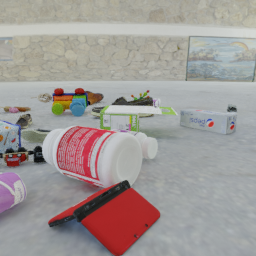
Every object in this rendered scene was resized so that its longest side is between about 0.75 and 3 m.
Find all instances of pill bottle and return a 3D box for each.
[{"bbox_3d":[0.087,0.423,6.978,1.227,0.689,0.689,9,15,33],"label":"pill bottle"},{"bbox_3d":[-0.772,0.524,5.573,1.917,1.076,1.076,8,15,35],"label":"pill bottle"}]

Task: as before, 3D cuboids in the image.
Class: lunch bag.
[{"bbox_3d":[-3.718,0.268,7.298,1.431,0.886,1.217,16,19,29],"label":"lunch bag"}]

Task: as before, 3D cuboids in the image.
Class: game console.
[{"bbox_3d":[-0.324,1.331,4.128,1.066,0.734,1.237,-29,-7,33],"label":"game console"}]

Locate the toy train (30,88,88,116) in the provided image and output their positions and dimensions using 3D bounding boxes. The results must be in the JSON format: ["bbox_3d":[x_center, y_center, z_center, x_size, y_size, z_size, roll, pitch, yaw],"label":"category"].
[{"bbox_3d":[-3.409,-1.129,13.515,2.866,1.213,1.658,-1,26,-5],"label":"toy train"}]

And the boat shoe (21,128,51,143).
[{"bbox_3d":[-2.728,0.224,8.601,1.082,0.404,0.337,3,16,-17],"label":"boat shoe"}]

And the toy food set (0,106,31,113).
[{"bbox_3d":[-5.762,-0.941,14.474,1.065,0.264,1.675,11,9,42],"label":"toy food set"}]

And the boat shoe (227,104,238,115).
[{"bbox_3d":[5.122,-0.927,13.778,0.510,0.472,1.381,4,13,18],"label":"boat shoe"}]

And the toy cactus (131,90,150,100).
[{"bbox_3d":[0.474,-1.380,14.837,1.522,0.778,1.256,-29,20,45],"label":"toy cactus"}]

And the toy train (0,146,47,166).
[{"bbox_3d":[-2.639,0.692,6.509,1.880,0.321,0.430,-4,53,-19],"label":"toy train"}]

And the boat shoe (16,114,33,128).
[{"bbox_3d":[-4.054,-0.289,10.793,0.486,0.478,1.303,-1,12,-5],"label":"boat shoe"}]

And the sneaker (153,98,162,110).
[{"bbox_3d":[1.189,-1.183,14.896,1.018,0.647,1.785,-9,7,-6],"label":"sneaker"}]

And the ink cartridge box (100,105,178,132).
[{"bbox_3d":[0.352,-0.206,9.413,2.410,0.913,1.781,2,12,2],"label":"ink cartridge box"}]

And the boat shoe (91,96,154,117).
[{"bbox_3d":[-0.236,-0.992,12.911,2.951,0.956,1.080,-3,13,-16],"label":"boat shoe"}]

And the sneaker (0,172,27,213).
[{"bbox_3d":[-2.534,0.988,4.723,1.849,0.670,1.054,14,11,25],"label":"sneaker"}]

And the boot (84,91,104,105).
[{"bbox_3d":[-2.820,-1.799,18.040,1.963,0.714,2.085,12,23,18],"label":"boot"}]

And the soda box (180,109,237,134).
[{"bbox_3d":[2.918,-0.277,10.351,0.689,0.640,2.018,-11,16,-41],"label":"soda box"}]
